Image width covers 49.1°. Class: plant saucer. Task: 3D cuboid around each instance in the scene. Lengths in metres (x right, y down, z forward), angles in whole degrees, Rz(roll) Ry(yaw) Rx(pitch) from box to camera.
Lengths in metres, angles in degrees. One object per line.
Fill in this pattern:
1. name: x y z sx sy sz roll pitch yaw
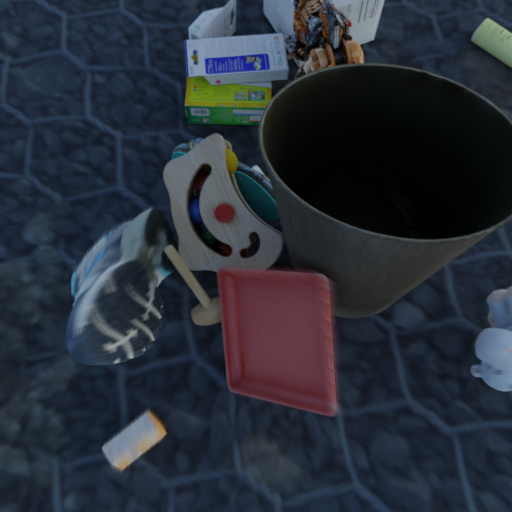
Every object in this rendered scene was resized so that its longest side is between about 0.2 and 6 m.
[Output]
1. plant saucer: 0.330 1.133 7.995 1.933 0.355 1.937 2 100 40

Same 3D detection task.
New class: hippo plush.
1. hippo plush: 3.663 1.314 8.205 1.304 1.622 1.292 -31 30 -18

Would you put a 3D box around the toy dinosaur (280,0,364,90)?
1. toy dinosaur: 1.178 -3.216 9.692 1.644 2.185 3.219 5 74 -1

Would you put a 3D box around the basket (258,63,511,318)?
1. basket: 1.544 -0.557 7.890 3.129 3.471 2.360 14 67 5

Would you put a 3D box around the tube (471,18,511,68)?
1. tube: 5.207 -3.936 11.023 1.972 0.512 0.572 40 111 11

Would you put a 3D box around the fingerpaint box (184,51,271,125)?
1. fingerpaint box: -0.499 -3.179 10.609 1.583 0.580 1.320 1 67 0

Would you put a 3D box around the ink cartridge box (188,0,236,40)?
1. ink cartridge box: -0.844 -4.408 10.922 0.311 0.999 1.241 31 70 8

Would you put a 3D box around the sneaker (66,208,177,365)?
1. sneaker: -2.032 0.527 7.899 1.305 1.173 3.022 -19 26 18

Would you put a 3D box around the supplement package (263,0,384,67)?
1. supplement package: 1.279 -4.988 11.006 1.755 1.291 1.678 -22 68 -9

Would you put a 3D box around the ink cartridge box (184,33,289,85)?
1. ink cartridge box: -0.363 -3.610 10.298 1.848 0.343 0.875 -4 68 -5

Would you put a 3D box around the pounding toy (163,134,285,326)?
1. pounding toy: -0.462 -0.433 8.607 1.641 1.646 2.870 -11 92 7

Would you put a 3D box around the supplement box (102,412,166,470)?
1. supplement box: -1.747 2.670 8.084 0.810 0.510 0.298 -37 64 -14

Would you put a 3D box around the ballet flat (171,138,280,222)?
1. ballet flat: -0.366 -1.419 9.791 2.303 0.855 0.855 32 70 9
